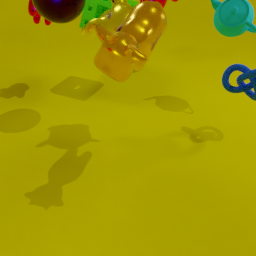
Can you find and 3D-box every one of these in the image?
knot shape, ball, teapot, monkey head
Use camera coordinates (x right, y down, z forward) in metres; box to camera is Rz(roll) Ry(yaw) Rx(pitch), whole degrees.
[{"bbox_3d":[3.008,-1.233,7.271,1.097,1.173,0.542,18,60,17],"label":"knot shape"},{"bbox_3d":[-1.630,-3.135,6.594,1.273,1.273,1.273,0,39,0],"label":"ball"},{"bbox_3d":[2.870,-3.151,7.747,1.732,1.077,0.848,43,14,14],"label":"teapot"},{"bbox_3d":[-0.130,-2.451,6.151,1.874,1.348,1.129,-8,38,-3],"label":"monkey head"}]

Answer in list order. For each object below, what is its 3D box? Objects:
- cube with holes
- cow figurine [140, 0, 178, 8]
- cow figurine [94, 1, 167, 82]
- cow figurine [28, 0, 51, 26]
[{"bbox_3d":[-0.564,-3.557,8.791,1.236,1.236,1.236,25,25,11],"label":"cube with holes"},{"bbox_3d":[1.203,-4.688,9.929,1.287,0.718,1.307,-48,45,1],"label":"cow figurine"},{"bbox_3d":[0.110,-1.568,4.839,0.937,1.680,1.708,34,86,0],"label":"cow figurine"},{"bbox_3d":[-2.552,-3.946,8.289,0.802,1.437,1.460,5,1,-11],"label":"cow figurine"}]
